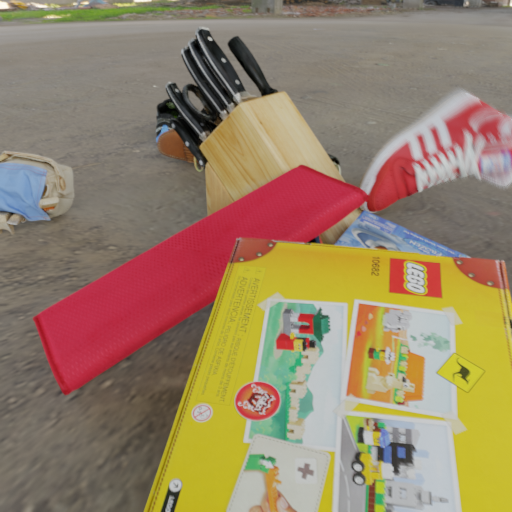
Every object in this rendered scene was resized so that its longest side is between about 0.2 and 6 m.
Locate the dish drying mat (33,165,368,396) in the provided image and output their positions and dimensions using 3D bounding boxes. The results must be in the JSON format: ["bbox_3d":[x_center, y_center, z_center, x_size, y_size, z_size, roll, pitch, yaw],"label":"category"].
[{"bbox_3d":[-0.759,0.107,7.788,4.638,0.422,1.781,-31,33,-15],"label":"dish drying mat"}]

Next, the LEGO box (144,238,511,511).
[{"bbox_3d":[0.786,1.560,4.764,2.676,1.386,3.593,6,43,10],"label":"LEGO box"}]

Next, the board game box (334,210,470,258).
[{"bbox_3d":[2.191,0.403,8.124,2.356,0.511,2.345,26,37,16],"label":"board game box"}]

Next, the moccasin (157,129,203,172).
[{"bbox_3d":[-1.133,-2.623,13.880,2.731,0.999,1.054,13,21,4],"label":"moccasin"}]

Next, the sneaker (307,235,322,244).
[{"bbox_3d":[0.279,0.285,8.195,1.026,1.157,2.738,11,31,18],"label":"sneaker"}]

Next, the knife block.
[{"bbox_3d":[0.218,-2.058,9.937,4.108,3.606,1.314,22,35,33],"label":"knife block"}]

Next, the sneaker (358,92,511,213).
[{"bbox_3d":[3.267,-1.532,9.540,3.029,1.079,1.704,-40,53,-11],"label":"sneaker"}]

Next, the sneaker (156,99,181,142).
[{"bbox_3d":[-2.308,-4.033,16.187,0.960,1.122,2.709,3,29,2],"label":"sneaker"}]

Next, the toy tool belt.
[{"bbox_3d":[-4.763,-1.184,10.609,2.403,1.501,1.477,-1,20,-1],"label":"toy tool belt"}]

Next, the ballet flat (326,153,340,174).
[{"bbox_3d":[1.474,-1.837,12.543,0.808,0.804,2.363,15,31,9],"label":"ballet flat"}]
